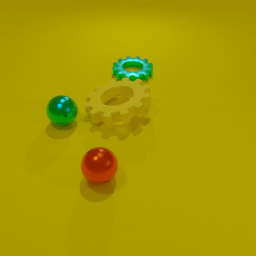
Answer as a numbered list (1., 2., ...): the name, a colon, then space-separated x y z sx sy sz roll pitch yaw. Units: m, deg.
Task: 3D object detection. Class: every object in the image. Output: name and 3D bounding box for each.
1. gear: 0.178 -2.211 10.520 1.517 0.281 1.517 0 42 0
2. ball: -1.927 -0.510 8.203 0.915 0.915 0.915 0 42 0
3. ball: -0.679 0.892 6.672 0.888 0.888 0.888 0 42 0
4. gear: -0.306 -0.849 8.638 2.041 0.377 2.041 -8 39 7
